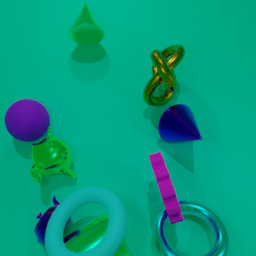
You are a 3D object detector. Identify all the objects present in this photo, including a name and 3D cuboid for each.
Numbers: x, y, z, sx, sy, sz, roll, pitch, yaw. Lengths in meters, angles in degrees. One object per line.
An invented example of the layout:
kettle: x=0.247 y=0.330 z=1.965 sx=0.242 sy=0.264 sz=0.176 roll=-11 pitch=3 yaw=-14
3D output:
monkey head: x=-2.138 y=0.894 z=7.808 sx=1.076 sy=1.284 sz=1.785 roll=-19 pitch=115 yaw=5
cone: x=-1.445 y=-3.753 z=9.622 sx=1.263 sy=1.263 sz=1.268 roll=-3 pitch=77 yaw=-1
teapot: x=-2.033 y=2.505 z=7.440 sx=0.832 sy=1.056 sz=1.699 roll=31 pitch=114 yaw=7
ball: x=-3.001 y=-0.229 z=8.379 sx=1.278 sy=1.278 sz=1.278 roll=0 pitch=70 yaw=0
ring: x=-0.983 y=2.260 z=6.440 sx=2.002 sy=0.400 sz=2.002 roll=-14 pitch=44 yaw=14
cylinder: x=-0.789 y=3.078 z=7.109 sx=1.367 sy=1.367 sz=1.367 roll=-30 pitch=73 yaw=-10
cone: x=1.721 y=0.096 z=7.985 sx=1.277 sy=1.277 sz=1.281 roll=-31 pitch=29 yaw=-11
ring: x=1.639 y=2.778 z=7.333 sx=2.018 sy=0.404 sz=2.018 roll=0 pitch=41 yaw=0
gear: x=0.950 y=1.507 z=7.115 sx=0.328 sy=1.773 sz=1.773 roll=-18 pitch=71 yaw=2
knot shape: x=1.070 y=-1.526 z=8.629 sx=0.946 sy=1.915 sz=2.047 roll=14 pitch=34 yaw=8
